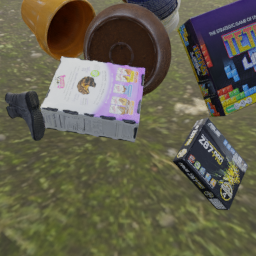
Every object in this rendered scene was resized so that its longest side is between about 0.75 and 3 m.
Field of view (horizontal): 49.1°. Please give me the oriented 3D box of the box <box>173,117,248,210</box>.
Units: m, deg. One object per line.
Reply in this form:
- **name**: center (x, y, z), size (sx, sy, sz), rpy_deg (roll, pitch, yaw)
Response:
- **box**: center (0.959, 0.406, 3.182), size (0.832, 0.204, 0.671), rpy_deg (47, 56, -14)

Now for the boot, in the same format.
- **boot**: center (-1.960, -0.222, 5.325), size (0.638, 0.969, 0.338), rpy_deg (-5, 6, 21)

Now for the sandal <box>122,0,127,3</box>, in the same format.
- **sandal**: center (-0.216, -4.579, 8.806), size (0.575, 1.432, 0.387), rpy_deg (-33, 2, 11)

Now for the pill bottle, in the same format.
- **pill bottle**: center (0.666, -3.921, 8.025), size (1.495, 2.695, 1.495), rpy_deg (-7, 68, 19)

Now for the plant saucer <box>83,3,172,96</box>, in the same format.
- **plant saucer**: center (-0.109, -1.623, 6.209), size (2.103, 2.103, 0.362), rpy_deg (14, 26, 14)

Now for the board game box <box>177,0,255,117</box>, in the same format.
- **board game box**: center (3.115, -1.970, 7.160), size (2.997, 2.477, 0.850), rpy_deg (-24, 6, -11)

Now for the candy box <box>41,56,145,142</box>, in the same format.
- **candy box**: center (-0.455, -0.448, 4.096), size (1.305, 0.467, 1.095), rpy_deg (9, 53, 0)

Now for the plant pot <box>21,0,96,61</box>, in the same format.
- **plant pot**: center (-2.241, -3.276, 8.502), size (1.743, 1.904, 1.904), rpy_deg (37, 54, 23)
